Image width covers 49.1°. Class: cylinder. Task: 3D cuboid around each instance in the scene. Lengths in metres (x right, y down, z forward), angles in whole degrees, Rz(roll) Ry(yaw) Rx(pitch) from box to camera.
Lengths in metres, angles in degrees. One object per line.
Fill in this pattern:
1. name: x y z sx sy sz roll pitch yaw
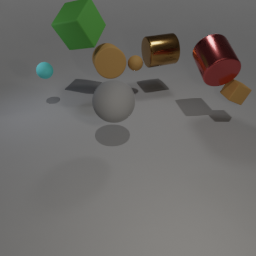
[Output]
1. cylinder: -0.887 -3.089 12.821 1.400 1.400 1.400 -6 24 -10
2. cylinder: 1.497 -3.607 13.017 1.400 1.400 1.400 -12 34 -13
3. cylinder: 3.299 -2.534 10.518 1.400 1.400 1.400 -6 55 -9

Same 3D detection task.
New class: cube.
1. cube: 4.175 -1.426 10.888 0.700 0.700 0.700 16 27 -25
2. cube: -2.016 -4.285 11.651 1.400 1.400 1.400 4 60 30

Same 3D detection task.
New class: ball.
1. ball: -3.526 -2.435 11.874 0.700 0.700 0.700 0 32 0
2. ball: 0.337 -2.968 12.822 0.700 0.700 0.700 0 32 0
3. ball: -0.466 -0.867 9.183 1.400 1.400 1.400 0 32 0
